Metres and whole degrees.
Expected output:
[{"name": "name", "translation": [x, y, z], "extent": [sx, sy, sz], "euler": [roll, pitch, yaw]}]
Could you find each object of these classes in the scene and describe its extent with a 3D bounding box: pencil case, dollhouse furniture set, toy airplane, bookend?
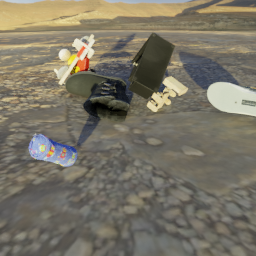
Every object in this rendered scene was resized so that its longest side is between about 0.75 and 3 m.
[{"name": "pencil case", "translation": [-1.451, 0.457, 5.449], "extent": [0.499, 0.448, 1.149], "euler": [8, -13, 21]}, {"name": "dollhouse furniture set", "translation": [1.343, -1.031, 9.226], "extent": [0.705, 1.084, 0.995], "euler": [41, 36, 17]}, {"name": "toy airplane", "translation": [-2.060, -2.770, 11.130], "extent": [1.500, 2.117, 2.126], "euler": [24, 18, 4]}, {"name": "bookend", "translation": [0.535, -1.864, 9.799], "extent": [0.922, 1.988, 2.001], "euler": [27, -22, -11]}]

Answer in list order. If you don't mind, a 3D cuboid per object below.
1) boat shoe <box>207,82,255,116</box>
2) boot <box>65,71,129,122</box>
[{"name": "boat shoe", "translation": [3.637, -0.805, 8.406], "extent": [1.101, 0.858, 2.425], "euler": [-5, 21, -40]}, {"name": "boot", "translation": [-1.160, -1.077, 9.433], "extent": [2.355, 0.938, 2.858], "euler": [0, 27, -1]}]
